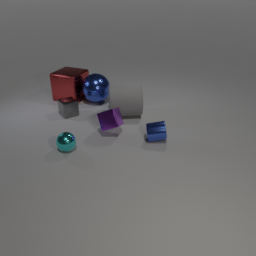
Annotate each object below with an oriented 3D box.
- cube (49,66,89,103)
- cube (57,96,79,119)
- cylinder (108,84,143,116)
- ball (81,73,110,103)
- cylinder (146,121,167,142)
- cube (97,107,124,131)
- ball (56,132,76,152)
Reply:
[{"bbox_3d":[-2.863,-2.154,14.006,1.400,1.400,1.400,12,30,21],"label":"cube"},{"bbox_3d":[-2.650,-0.915,12.449,0.700,0.700,0.700,-18,33,-30],"label":"cube"},{"bbox_3d":[-0.119,-1.211,12.245,1.400,1.400,1.400,-3,29,-5],"label":"cylinder"},{"bbox_3d":[-1.541,-1.923,13.488,1.400,1.400,1.400,0,28,0],"label":"ball"},{"bbox_3d":[1.068,0.119,10.400,0.700,0.700,0.700,-8,28,8],"label":"cylinder"},{"bbox_3d":[-0.672,-0.347,10.742,0.700,0.700,0.700,-14,6,20],"label":"cube"},{"bbox_3d":[-2.175,0.485,9.843,0.700,0.700,0.700,0,28,0],"label":"ball"}]
